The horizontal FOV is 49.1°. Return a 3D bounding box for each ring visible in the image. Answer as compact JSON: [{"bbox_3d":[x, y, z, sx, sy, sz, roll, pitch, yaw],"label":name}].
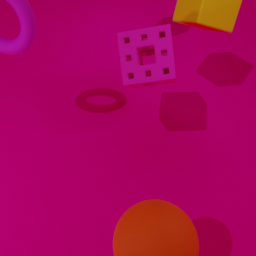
[{"bbox_3d":[-2.479,-2.144,5.487,1.469,1.469,0.294,15,40,9],"label":"ring"}]

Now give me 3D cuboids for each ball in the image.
[{"bbox_3d":[0.350,1.479,3.592,1.089,1.089,1.089,0,58,0],"label":"ball"}]

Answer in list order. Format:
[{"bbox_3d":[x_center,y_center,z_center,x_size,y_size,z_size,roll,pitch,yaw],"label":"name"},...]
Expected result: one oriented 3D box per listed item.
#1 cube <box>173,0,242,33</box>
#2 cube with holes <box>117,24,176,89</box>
[{"bbox_3d":[1.945,-3.032,6.835,1.100,1.100,1.100,4,20,-26],"label":"cube"},{"bbox_3d":[0.450,-1.487,6.098,1.071,1.071,1.071,-6,93,10],"label":"cube with holes"}]
